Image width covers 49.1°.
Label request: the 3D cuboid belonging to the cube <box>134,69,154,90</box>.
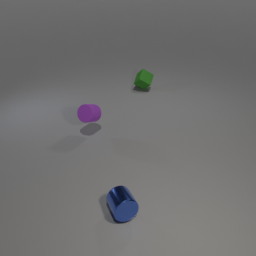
[{"bbox_3d":[0.835,-2.593,14.940,0.700,0.700,0.700,26,66,-19],"label":"cube"}]

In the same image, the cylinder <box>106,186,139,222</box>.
[{"bbox_3d":[-0.158,2.040,7.594,0.700,0.700,0.700,-11,26,-18],"label":"cylinder"}]

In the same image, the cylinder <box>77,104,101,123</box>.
[{"bbox_3d":[-1.491,-0.574,10.850,0.700,0.700,0.700,13,9,21],"label":"cylinder"}]
